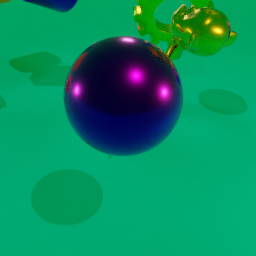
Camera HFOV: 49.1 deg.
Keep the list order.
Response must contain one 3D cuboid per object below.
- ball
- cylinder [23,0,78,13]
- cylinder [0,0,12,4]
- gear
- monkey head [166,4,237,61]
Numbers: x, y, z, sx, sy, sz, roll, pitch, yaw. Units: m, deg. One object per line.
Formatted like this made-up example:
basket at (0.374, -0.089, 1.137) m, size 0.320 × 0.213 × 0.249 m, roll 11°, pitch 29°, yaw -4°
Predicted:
ball at (-0.051, -0.347, 3.185) m, size 1.337 × 1.337 × 1.337 m, roll 0°, pitch 37°, yaw 0°
cylinder at (-2.343, -4.256, 8.214) m, size 1.379 × 1.379 × 1.379 m, roll 26°, pitch 20°, yaw 30°
cylinder at (-2.939, -2.845, 5.201) m, size 1.162 × 1.162 × 1.162 m, roll -26°, pitch 44°, yaw -21°
gear at (1.127, -2.900, 6.979) m, size 1.950 × 1.950 × 0.361 m, roll -1°, pitch 59°, yaw -1°
monkey head at (1.095, -1.396, 4.457) m, size 1.450 × 1.043 × 0.873 m, roll -19°, pitch 53°, yaw -43°
